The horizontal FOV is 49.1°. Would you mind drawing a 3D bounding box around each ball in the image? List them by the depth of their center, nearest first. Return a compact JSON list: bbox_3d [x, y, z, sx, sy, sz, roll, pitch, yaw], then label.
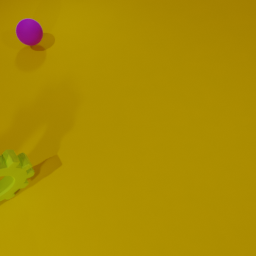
[{"bbox_3d":[-2.872,-2.794,8.179,0.750,0.750,0.750,0,60,0],"label":"ball"}]

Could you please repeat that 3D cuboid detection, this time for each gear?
[{"bbox_3d":[-2.728,1.095,5.509,1.697,1.697,0.314,-31,68,-16],"label":"gear"}]
